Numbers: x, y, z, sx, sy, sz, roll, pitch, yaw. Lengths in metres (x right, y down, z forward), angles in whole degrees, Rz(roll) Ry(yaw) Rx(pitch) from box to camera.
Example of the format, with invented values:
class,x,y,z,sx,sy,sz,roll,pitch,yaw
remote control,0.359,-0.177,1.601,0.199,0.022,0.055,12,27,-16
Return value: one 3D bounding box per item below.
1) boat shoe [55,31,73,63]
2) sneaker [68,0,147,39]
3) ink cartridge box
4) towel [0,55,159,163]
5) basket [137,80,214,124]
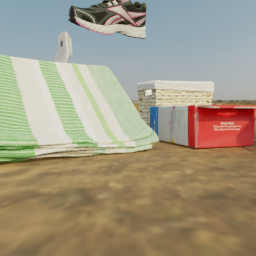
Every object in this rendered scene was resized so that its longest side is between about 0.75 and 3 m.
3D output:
class,x,y,z,sx,sy,sz,roll,pitch,yaw
boat shoe,-1.725,-2.100,7.720,0.425,1.181,0.388,-21,-30,25
sneaker,-0.523,-3.452,8.344,2.752,1.188,1.106,-12,32,-44
ink cartridge box,1.308,-0.064,4.857,1.158,0.670,1.993,-1,4,-21
towel,-1.115,-0.411,3.887,2.766,0.324,2.110,-2,45,-34
basket,1.935,-1.038,11.619,2.754,1.699,1.867,-3,5,-21
